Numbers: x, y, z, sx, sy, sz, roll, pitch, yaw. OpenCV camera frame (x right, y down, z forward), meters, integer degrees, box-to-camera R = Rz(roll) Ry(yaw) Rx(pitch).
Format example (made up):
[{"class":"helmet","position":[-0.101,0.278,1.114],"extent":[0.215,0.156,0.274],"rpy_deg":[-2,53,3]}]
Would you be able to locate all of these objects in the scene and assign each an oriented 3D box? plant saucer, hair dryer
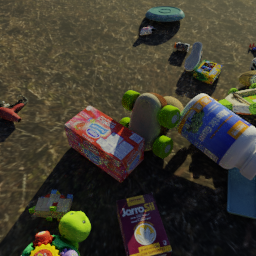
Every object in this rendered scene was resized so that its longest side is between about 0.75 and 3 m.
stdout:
[{"class":"plant saucer","position":[2.295,-7.135,17.376],"extent":[2.452,0.336,2.452],"rpy_deg":[-1,38,1]},{"class":"hair dryer","position":[-4.834,-0.827,11.796],"extent":[1.275,0.455,1.674],"rpy_deg":[-16,50,-16]},{"class":"plant saucer","position":[3.903,1.720,9.554],"extent":[1.017,0.276,2.908],"rpy_deg":[10,48,11]}]

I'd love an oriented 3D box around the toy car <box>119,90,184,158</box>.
[{"class":"toy car","position":[1.383,-0.347,10.728],"extent":[2.722,2.148,2.236],"rpy_deg":[-12,30,-43]}]

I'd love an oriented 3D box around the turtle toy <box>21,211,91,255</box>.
[{"class":"turtle toy","position":[-1.926,3.380,7.372],"extent":[1.866,1.294,2.560],"rpy_deg":[24,52,21]}]

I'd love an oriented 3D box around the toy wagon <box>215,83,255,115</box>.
[{"class":"toy wagon","position":[4.894,-1.129,11.487],"extent":[2.859,0.566,2.218],"rpy_deg":[-12,23,2]}]

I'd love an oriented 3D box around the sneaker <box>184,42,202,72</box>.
[{"class":"sneaker","position":[3.343,-3.442,14.094],"extent":[0.679,0.687,1.730],"rpy_deg":[19,71,21]}]

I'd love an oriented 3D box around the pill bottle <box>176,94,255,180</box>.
[{"class":"pill bottle","position":[3.234,0.302,9.433],"extent":[1.680,1.680,2.998],"rpy_deg":[-35,62,-28]}]

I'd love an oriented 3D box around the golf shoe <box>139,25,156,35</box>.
[{"class":"golf shoe","position":[1.120,-5.619,16.206],"extent":[1.092,0.396,0.503],"rpy_deg":[-35,57,-28]}]

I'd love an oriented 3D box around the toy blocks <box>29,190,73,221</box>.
[{"class":"toy blocks","position":[-2.317,2.364,8.857],"extent":[1.308,0.654,0.894],"rpy_deg":[3,36,1]}]

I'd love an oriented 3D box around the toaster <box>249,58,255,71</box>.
[{"class":"toaster","position":[6.526,-2.841,13.410],"extent":[0.924,0.813,1.430],"rpy_deg":[-13,51,-7]}]

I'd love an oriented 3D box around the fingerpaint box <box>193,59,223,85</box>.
[{"class":"fingerpaint box","position":[3.866,-2.737,13.548],"extent":[0.990,0.435,1.187],"rpy_deg":[28,53,23]}]

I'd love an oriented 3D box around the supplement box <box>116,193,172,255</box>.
[{"class":"supplement box","position":[0.404,2.941,8.034],"extent":[1.163,0.917,1.777],"rpy_deg":[-11,49,-10]}]

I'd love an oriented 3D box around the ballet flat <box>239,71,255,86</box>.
[{"class":"ballet flat","position":[6.259,-2.199,12.767],"extent":[2.214,0.760,0.698],"rpy_deg":[2,21,2]}]

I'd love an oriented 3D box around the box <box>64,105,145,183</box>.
[{"class":"box","position":[-0.840,0.515,10.001],"extent":[2.664,1.272,1.328],"rpy_deg":[31,55,25]}]

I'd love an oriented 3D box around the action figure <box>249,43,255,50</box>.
[{"class":"action figure","position":[7.066,-4.253,14.842],"extent":[0.412,0.624,1.262],"rpy_deg":[-22,54,-18]}]

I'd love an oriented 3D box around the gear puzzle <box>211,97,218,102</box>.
[{"class":"gear puzzle","position":[3.471,-0.373,11.467],"extent":[1.452,0.367,2.803],"rpy_deg":[1,44,0]}]

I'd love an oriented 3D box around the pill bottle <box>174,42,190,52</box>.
[{"class":"pill bottle","position":[2.877,-4.362,15.047],"extent":[0.777,0.413,0.413],"rpy_deg":[17,50,14]}]
